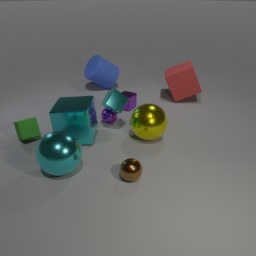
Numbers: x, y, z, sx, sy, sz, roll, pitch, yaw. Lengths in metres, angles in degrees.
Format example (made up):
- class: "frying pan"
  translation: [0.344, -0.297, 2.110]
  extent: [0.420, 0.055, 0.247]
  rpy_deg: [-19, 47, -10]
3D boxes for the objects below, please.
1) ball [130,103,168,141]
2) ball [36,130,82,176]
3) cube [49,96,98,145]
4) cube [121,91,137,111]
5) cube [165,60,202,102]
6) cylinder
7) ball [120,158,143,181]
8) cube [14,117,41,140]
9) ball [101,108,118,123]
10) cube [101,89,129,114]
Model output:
- class: "ball"
  translation: [0.785, -0.228, 10.547]
  extent: [1.400, 1.400, 1.400]
  rpy_deg: [0, 28, 0]
- class: "ball"
  translation: [-2.129, 0.774, 8.682]
  extent: [1.400, 1.400, 1.400]
  rpy_deg: [0, 28, 0]
- class: "cube"
  translation: [-1.991, -0.299, 10.599]
  extent: [1.400, 1.400, 1.400]
  rpy_deg: [-2, 28, 4]
- class: "cube"
  translation: [-0.056, -1.292, 13.293]
  extent: [0.700, 0.700, 0.700]
  rpy_deg: [16, 32, 28]
- class: "cube"
  translation: [2.752, -2.377, 14.064]
  extent: [1.400, 1.400, 1.400]
  rpy_deg: [-19, 21, 16]
- class: "cylinder"
  translation: [-1.441, -3.059, 15.335]
  extent: [1.400, 1.400, 1.400]
  rpy_deg: [24, 11, -38]
- class: "ball"
  translation: [0.093, 1.266, 8.512]
  extent: [0.700, 0.700, 0.700]
  rpy_deg: [0, 28, 0]
- class: "cube"
  translation: [-3.830, 0.020, 10.632]
  extent: [0.700, 0.700, 0.700]
  rpy_deg: [-19, 12, -32]
- class: "ball"
  translation: [-0.796, -0.542, 11.921]
  extent: [0.700, 0.700, 0.700]
  rpy_deg: [0, 28, 0]
- class: "cube"
  translation: [-0.523, -1.032, 10.896]
  extent: [0.700, 0.700, 0.700]
  rpy_deg: [33, -9, -20]
